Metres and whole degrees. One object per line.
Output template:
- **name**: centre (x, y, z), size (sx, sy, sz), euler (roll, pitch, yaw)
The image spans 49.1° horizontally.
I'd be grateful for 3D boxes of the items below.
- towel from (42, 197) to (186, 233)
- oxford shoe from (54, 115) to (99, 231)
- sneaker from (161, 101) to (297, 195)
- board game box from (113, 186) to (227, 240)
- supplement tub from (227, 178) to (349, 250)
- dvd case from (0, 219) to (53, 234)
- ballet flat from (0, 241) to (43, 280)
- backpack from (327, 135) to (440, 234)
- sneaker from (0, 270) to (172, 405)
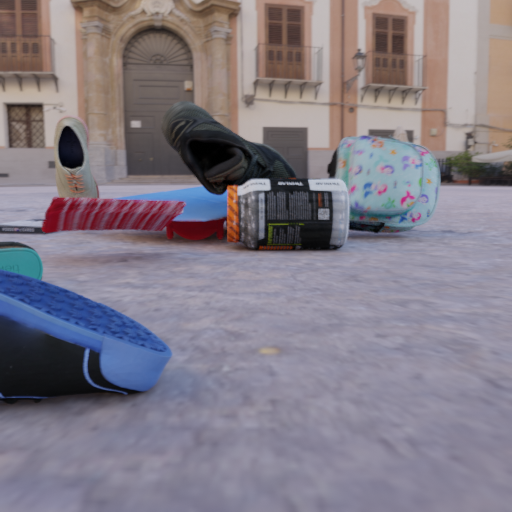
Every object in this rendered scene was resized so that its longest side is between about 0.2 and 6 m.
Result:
- **towel**: centre (-2.404, -0.624, 9.307), size (2.143, 0.241, 1.550), euler (-1, -11, -25)
- **oxford shoe**: centre (-4.177, -1.781, 12.754), size (0.951, 2.686, 0.992), euler (-8, 21, -7)
- **sneaker**: centre (-0.311, -1.761, 11.618), size (3.398, 1.299, 1.946), euler (28, 23, -38)
- **board game box**: centre (-1.139, -0.902, 13.288), size (4.662, 0.908, 3.684), euler (-15, 21, -40)
- **supplement tub**: centre (0.567, -0.801, 10.743), size (2.247, 1.377, 1.377), euler (0, 9, -3)
- **dvd case**: centre (-5.515, -0.756, 14.163), size (1.362, 0.224, 1.812), euler (2, 9, 9)
- **ballet flat**: centre (-3.795, 0.232, 6.327), size (0.908, 0.903, 2.655), euler (-4, -6, 44)
- **backpack**: centre (2.875, -1.581, 12.503), size (2.375, 2.108, 1.788), euler (8, -8, -6)
- **sneaker**: centre (-1.988, 0.623, 3.730), size (2.723, 1.061, 0.955), euler (20, 3, -14)
